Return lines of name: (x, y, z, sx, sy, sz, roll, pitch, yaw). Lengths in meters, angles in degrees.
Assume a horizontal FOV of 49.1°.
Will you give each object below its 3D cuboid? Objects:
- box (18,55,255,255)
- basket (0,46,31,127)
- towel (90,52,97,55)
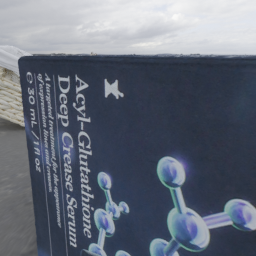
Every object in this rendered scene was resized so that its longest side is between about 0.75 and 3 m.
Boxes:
box: (0.585, 0.482, 2.471, 2.969, 2.204, 1.590, 11, 19, 38)
basket: (-3.436, -1.412, 9.133, 2.032, 1.850, 2.998, 24, 9, -17)
towel: (-1.567, -2.044, 11.616, 0.339, 1.966, 1.303, 12, 57, -6)
